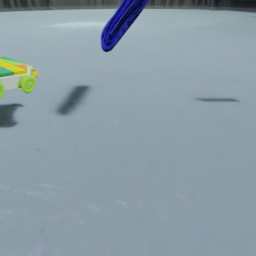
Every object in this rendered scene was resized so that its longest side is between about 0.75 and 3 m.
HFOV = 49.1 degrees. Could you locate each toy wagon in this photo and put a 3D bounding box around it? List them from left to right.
[{"bbox_3d":[-3.405,-1.428,7.063,2.187,0.558,2.819,22,26,20],"label":"toy wagon"}]

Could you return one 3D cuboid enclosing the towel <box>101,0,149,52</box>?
[{"bbox_3d":[-0.217,-2.855,7.577,0.572,1.705,2.309,39,6,-12],"label":"towel"}]
